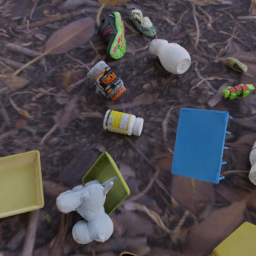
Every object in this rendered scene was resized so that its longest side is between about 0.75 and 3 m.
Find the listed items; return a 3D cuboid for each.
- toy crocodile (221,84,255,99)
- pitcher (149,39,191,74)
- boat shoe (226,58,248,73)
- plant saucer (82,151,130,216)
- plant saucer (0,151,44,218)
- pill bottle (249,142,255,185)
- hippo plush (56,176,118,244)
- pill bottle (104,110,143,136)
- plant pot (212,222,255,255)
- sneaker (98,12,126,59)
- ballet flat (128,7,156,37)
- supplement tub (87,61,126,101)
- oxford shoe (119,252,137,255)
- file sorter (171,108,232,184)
[{"bbox_3d":[4.301,-1.475,10.955,1.399,0.432,0.472,-12,57,-8],"label":"toy crocodile"},{"bbox_3d":[1.948,-3.061,11.722,1.516,1.071,1.767,-18,49,-27],"label":"pitcher"},{"bbox_3d":[4.538,-2.628,11.774,0.956,0.349,0.301,37,59,14],"label":"boat shoe"},{"bbox_3d":[-0.619,1.748,8.431,0.374,1.562,1.560,2,46,-45],"label":"plant saucer"},{"bbox_3d":[-3.650,1.844,8.750,2.000,0.485,2.000,-12,57,-8],"label":"plant saucer"},{"bbox_3d":[4.751,0.730,8.953,1.363,1.363,2.463,26,61,16],"label":"pill bottle"},{"bbox_3d":[-0.973,2.411,8.071,1.948,1.551,1.566,-19,89,7],"label":"hippo plush"},{"bbox_3d":[-0.155,-0.158,9.907,1.290,0.737,0.737,13,58,9],"label":"pill bottle"},{"bbox_3d":[3.083,3.518,6.967,1.836,1.836,1.620,-31,51,-19],"label":"plant pot"},{"bbox_3d":[-0.750,-3.992,12.406,1.149,1.052,2.742,-11,51,12],"label":"sneaker"},{"bbox_3d":[0.644,-5.032,13.155,0.710,0.710,1.914,-33,63,-20],"label":"ballet flat"},{"bbox_3d":[-0.794,-1.754,10.603,1.408,0.863,0.863,45,63,-8],"label":"supplement tub"},{"bbox_3d":[0.489,3.792,7.419,1.660,0.592,0.592,20,57,10],"label":"oxford shoe"},{"bbox_3d":[2.018,0.442,7.412,1.207,1.067,1.739,8,90,32],"label":"file sorter"}]
